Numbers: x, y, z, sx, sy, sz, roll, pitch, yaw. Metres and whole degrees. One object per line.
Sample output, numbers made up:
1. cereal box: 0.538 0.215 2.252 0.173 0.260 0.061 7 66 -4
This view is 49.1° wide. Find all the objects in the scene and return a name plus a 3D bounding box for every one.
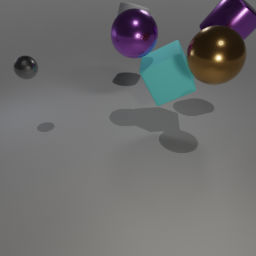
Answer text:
1. cube: 1.335 -1.850 9.434 1.400 1.400 1.400 -21 29 20
2. cylinder: 3.267 -3.350 8.940 1.400 1.400 1.400 27 38 -23
3. ball: 2.121 -1.751 6.796 1.400 1.400 1.400 0 31 0
4. ball: 0.188 -2.759 8.235 1.400 1.400 1.400 0 31 0
5. cylinder: 0.172 -4.740 12.600 1.400 1.400 1.400 13 17 -4
6. ball: -3.045 -1.802 8.355 0.700 0.700 0.700 0 31 0
